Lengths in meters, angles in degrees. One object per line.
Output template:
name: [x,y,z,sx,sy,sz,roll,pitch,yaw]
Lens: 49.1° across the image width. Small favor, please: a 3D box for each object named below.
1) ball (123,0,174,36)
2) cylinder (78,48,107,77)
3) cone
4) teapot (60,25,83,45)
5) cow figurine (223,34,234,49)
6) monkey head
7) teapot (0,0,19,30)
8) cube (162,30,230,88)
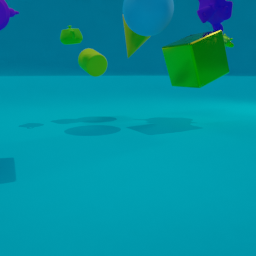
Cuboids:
ball: [0.555,-3.264,7.700,1.399,1.399,1.399,0,12,0]
cylinder: [-1.144,-2.119,9.059,0.730,0.730,0.730,-7,32,-32]
cone: [0.220,-3.024,9.621,1.296,1.301,1.296,18,19,-7]
teapot: [-1.719,-2.793,8.407,0.678,0.534,1.091,-11,17,-18]
cow figurine: [2.786,-2.355,9.103,1.293,1.314,0.721,-40,63,-10]
monkey head: [2.686,-3.885,9.239,1.322,1.837,1.107,-36,13,-9]
teapot: [-2.888,-2.440,5.890,1.268,0.788,0.621,-13,26,-33]
cube: [1.938,-1.960,8.048,1.232,1.232,1.232,-28,23,-23]
